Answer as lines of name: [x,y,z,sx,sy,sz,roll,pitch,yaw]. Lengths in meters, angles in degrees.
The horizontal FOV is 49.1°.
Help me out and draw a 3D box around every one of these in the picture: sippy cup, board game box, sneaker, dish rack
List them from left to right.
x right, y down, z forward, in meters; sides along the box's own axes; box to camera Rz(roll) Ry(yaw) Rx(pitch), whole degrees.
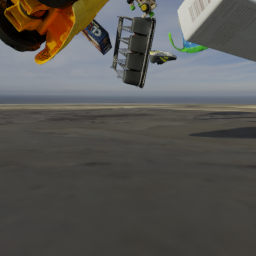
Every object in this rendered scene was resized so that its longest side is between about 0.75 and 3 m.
board game box: [-1.832,-4.008,10.164,2.914,0.504,1.974,44,3,-1]
dish rack: [0.022,-2.644,9.219,0.746,2.098,2.736,5,21,-16]
sneaker: [0.858,-1.735,6.987,0.789,0.334,0.294,1,26,-27]
sippy cup: [2.432,-3.580,9.718,1.929,1.414,1.515,-43,28,-24]

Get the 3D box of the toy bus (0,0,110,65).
toy bus: [-1.103,-2.292,3.768,1.436,2.116,2.032,-22,23,52]

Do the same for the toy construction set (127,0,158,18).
toy construction set: [0.590,-3.259,6.992,1.147,0.882,0.957,-34,-4,13]

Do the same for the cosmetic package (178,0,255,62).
cosmetic package: [2.896,-2.598,6.735,2.985,1.105,1.518,7,-28,-26]
